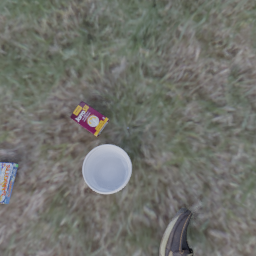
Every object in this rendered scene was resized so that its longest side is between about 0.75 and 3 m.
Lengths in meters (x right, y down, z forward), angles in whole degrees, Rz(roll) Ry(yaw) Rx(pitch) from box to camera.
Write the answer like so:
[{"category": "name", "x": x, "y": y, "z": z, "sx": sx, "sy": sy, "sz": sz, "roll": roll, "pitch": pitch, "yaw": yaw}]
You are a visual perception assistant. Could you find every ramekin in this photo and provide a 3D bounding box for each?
[{"category": "ramekin", "x": -0.495, "y": 1.080, "z": 7.111, "sx": 1.222, "sy": 0.642, "sz": 1.222, "roll": -1, "pitch": 70, "yaw": 4}]

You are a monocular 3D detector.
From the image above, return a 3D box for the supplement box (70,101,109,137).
[{"category": "supplement box", "x": -1.008, "y": -0.238, "z": 7.432, "sx": 0.869, "sy": 0.448, "sz": 0.569, "roll": 34, "pitch": 85, "yaw": 1}]

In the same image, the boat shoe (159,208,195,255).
[{"category": "boat shoe", "x": 1.231, "y": 3.133, "z": 6.751, "sx": 0.901, "sy": 0.916, "sz": 2.459, "roll": 18, "pitch": 101, "yaw": 24}]

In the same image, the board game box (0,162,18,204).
[{"category": "board game box", "x": -3.255, "y": 1.398, "z": 7.198, "sx": 0.690, "sy": 0.176, "sz": 1.020, "roll": -2, "pitch": 69, "yaw": 21}]
